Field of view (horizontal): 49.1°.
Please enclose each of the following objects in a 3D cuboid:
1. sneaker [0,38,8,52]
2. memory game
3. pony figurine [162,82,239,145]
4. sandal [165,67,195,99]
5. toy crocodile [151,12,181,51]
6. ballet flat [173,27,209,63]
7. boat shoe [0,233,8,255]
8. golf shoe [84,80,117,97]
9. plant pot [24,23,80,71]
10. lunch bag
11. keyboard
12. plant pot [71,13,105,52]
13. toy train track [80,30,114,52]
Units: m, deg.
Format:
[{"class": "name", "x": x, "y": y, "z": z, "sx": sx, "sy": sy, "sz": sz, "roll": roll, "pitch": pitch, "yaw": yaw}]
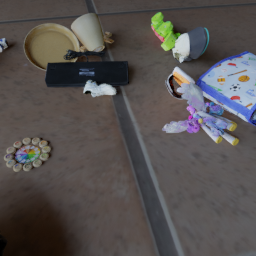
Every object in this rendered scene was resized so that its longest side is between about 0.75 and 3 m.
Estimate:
[{"class": "sneaker", "x": -4.807, "y": -3.136, "z": 10.387, "sx": 0.939, "sy": 0.380, "sz": 0.543, "roll": 27, "pitch": 45, "yaw": 18}, {"class": "memory game", "x": -2.311, "y": 0.580, "z": 6.466, "sx": 1.060, "sy": 0.068, "sz": 1.060, "roll": 0, "pitch": 42, "yaw": 0}, {"class": "pony figurine", "x": 1.759, "y": -0.232, "z": 6.704, "sx": 1.534, "sy": 1.323, "sz": 1.589, "roll": 7, "pitch": 26, "yaw": -44}, {"class": "sandal", "x": 1.321, "y": -1.136, "z": 7.439, "sx": 0.790, "sy": 0.591, "sz": 2.062, "roll": 43, "pitch": 9, "yaw": 9}, {"class": "toy crocodile", "x": 1.356, "y": -3.674, "z": 10.653, "sx": 0.771, "sy": 0.843, "sz": 2.497, "roll": -40, "pitch": 38, "yaw": 17}, {"class": "ballet flat", "x": 1.813, "y": -2.464, "z": 8.645, "sx": 0.858, "sy": 0.858, "sz": 2.350, "roll": 1, "pitch": 4, "yaw": 1}, {"class": "boat shoe", "x": -2.233, "y": 1.993, "z": 4.344, "sx": 0.767, "sy": 0.908, "sz": 2.547, "roll": -24, "pitch": 54, "yaw": -28}, {"class": "golf shoe", "x": -0.820, "y": -1.039, "z": 8.115, "sx": 1.000, "sy": 0.391, "sz": 0.486, "roll": 13, "pitch": 61, "yaw": 22}, {"class": "plant pot", "x": -2.523, "y": -2.652, "z": 9.349, "sx": 1.783, "sy": 0.245, "sz": 1.783, "roll": 3, "pitch": 75, "yaw": -12}, {"class": "lunch bag", "x": 3.026, "y": -0.986, "z": 7.326, "sx": 2.056, "sy": 1.273, "sz": 1.748, "roll": -22, "pitch": 47, "yaw": -33}, {"class": "keyboard", "x": -1.290, "y": -1.915, "z": 8.957, "sx": 2.610, "sy": 0.269, "sz": 1.659, "roll": -1, "pitch": 57, "yaw": -2}, {"class": "plant pot", "x": -1.291, "y": -3.248, "z": 9.889, "sx": 1.040, "sy": 1.040, "sz": 1.111, "roll": -25, "pitch": 87, "yaw": -25}, {"class": "toy train track", "x": -1.207, "y": -3.374, "z": 10.676, "sx": 1.004, "sy": 0.285, "sz": 1.751, "roll": 23, "pitch": 48, "yaw": 24}]
